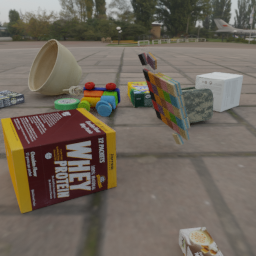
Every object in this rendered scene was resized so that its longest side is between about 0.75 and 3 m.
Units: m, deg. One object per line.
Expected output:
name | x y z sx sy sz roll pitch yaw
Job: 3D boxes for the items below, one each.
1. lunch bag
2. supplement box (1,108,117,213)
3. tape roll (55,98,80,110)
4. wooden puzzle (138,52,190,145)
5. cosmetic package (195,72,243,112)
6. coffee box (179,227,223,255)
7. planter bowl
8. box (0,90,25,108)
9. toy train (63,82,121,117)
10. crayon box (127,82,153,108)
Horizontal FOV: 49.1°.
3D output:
lunch bag | 2.150 -0.919 11.059 1.897 1.322 1.591 -11 12 -26
supplement box | -1.683 0.581 6.697 2.155 1.431 2.125 -11 23 -26
tape roll | -2.795 -1.105 12.922 1.146 0.275 1.146 -1 21 0
wooden puzzle | 1.102 -0.757 7.986 0.208 2.959 1.755 -28 33 -11
cosmetic package | 4.115 -1.695 12.817 1.732 1.441 1.449 -18 27 -42
coffee box | 1.172 1.999 4.450 0.478 0.333 0.836 -3 21 -8
planter bowl | -3.684 -2.913 14.814 1.913 2.843 2.843 23 1 -41
box | -6.151 -1.349 13.317 1.501 0.457 1.862 12 24 33
toy train | -1.809 -1.188 12.187 2.739 1.160 1.585 4 34 10
crayon box | 0.984 -1.786 14.072 1.822 0.747 2.898 -3 20 -7
